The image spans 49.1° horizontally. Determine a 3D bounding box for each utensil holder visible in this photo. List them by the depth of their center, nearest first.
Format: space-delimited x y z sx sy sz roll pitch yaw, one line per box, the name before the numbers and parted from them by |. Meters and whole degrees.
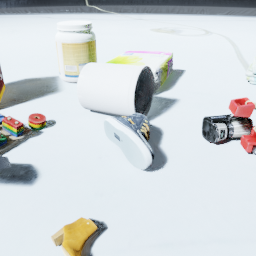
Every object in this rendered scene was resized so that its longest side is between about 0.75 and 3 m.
utensil holder | -0.344 -1.096 8.089 1.801 1.530 1.530 10 30 22

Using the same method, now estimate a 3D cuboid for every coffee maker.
coffee maker | 2.400 0.001 7.040 1.034 0.697 0.994 -6 -2 -13

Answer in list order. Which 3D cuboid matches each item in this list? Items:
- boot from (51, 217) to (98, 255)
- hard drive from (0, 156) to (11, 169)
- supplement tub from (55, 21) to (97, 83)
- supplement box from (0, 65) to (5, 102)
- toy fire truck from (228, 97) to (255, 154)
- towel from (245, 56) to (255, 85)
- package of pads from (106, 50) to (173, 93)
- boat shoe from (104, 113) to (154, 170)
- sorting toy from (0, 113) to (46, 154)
boot | -0.697 1.660 4.142 0.622 0.306 0.869 -26 31 -31
hard drive | -2.804 0.651 5.160 0.829 0.260 1.230 2 -3 6
supplement tub | -1.985 -2.977 10.905 1.542 2.132 1.542 0 28 0
supplement box | -4.872 -1.802 8.791 1.358 2.045 2.017 -7 29 -13
toy fire truck | 3.080 -0.027 6.248 1.737 1.225 0.424 2 27 -3
towel | 6.292 -2.204 10.989 2.942 0.708 2.518 14 32 23
package of pads | 0.482 -2.247 10.799 2.187 0.966 2.831 10 30 20
boat shoe | 0.240 0.163 6.476 0.949 0.740 2.091 -17 30 -21
sorting toy | -3.348 0.036 6.698 1.356 0.476 2.813 26 36 16
